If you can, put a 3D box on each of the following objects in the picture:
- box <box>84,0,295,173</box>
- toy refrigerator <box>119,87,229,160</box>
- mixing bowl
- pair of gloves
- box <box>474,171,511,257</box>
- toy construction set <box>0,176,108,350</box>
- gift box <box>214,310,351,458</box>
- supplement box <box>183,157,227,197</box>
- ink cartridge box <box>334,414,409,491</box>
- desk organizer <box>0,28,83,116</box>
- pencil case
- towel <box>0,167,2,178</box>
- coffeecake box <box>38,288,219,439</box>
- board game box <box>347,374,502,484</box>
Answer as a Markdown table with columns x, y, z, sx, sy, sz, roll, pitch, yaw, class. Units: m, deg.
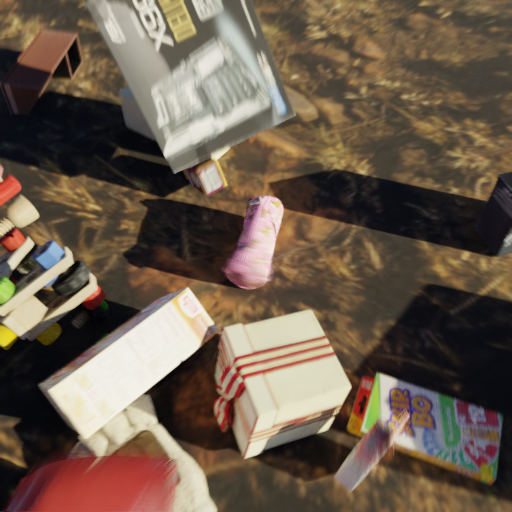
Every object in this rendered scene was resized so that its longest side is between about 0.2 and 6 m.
| x | y | z | sx | sy | sz | roll | pitch | yaw | class |
| --- | --- | --- | --- | --- | --- | --- | --- | --- | --- |
| -1.055 | -3.377 | 9.657 | 2.478 | 3.142 | 0.782 | -25 | 28 | -1 | box |
| -1.667 | -2.817 | 11.596 | 2.317 | 0.879 | 0.811 | 28 | 55 | 23 | toy refrigerator |
| -1.855 | 2.935 | 5.298 | 1.344 | 2.482 | 2.482 | 24 | 51 | -8 | mixing bowl |
| -2.096 | 3.577 | 6.531 | 3.500 | 0.614 | 2.976 | -28 | 56 | -20 | pair of gloves |
| 4.779 | -0.816 | 9.663 | 1.468 | 1.336 | 0.764 | -14 | 52 | -11 | box |
| -3.653 | 0.548 | 7.741 | 2.435 | 2.919 | 2.243 | 30 | 62 | 29 | toy construction set |
| 0.156 | 1.671 | 7.611 | 1.496 | 1.479 | 1.603 | -12 | 47 | -21 | gift box |
| -1.015 | -1.576 | 10.574 | 0.460 | 0.583 | 0.891 | -33 | 35 | -15 | supplement box |
| 1.448 | 2.402 | 7.050 | 0.290 | 1.150 | 0.627 | 36 | 40 | 17 | ink cartridge box |
| -4.825 | -4.191 | 12.783 | 0.890 | 0.829 | 2.311 | 8 | 51 | 3 | desk organizer |
| -0.003 | -0.249 | 9.536 | 0.738 | 0.707 | 1.707 | 34 | 49 | -24 | pencil case |
| -5.848 | -0.673 | 10.216 | 2.020 | 0.319 | 2.805 | -8 | 51 | -6 | towel |
| -1.758 | 1.403 | 7.605 | 2.100 | 1.612 | 0.767 | -37 | 96 | -27 | coffeecake box |
| 2.338 | 2.333 | 7.790 | 1.973 | 0.296 | 0.943 | 15 | 51 | 15 | board game box |
